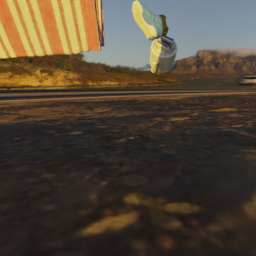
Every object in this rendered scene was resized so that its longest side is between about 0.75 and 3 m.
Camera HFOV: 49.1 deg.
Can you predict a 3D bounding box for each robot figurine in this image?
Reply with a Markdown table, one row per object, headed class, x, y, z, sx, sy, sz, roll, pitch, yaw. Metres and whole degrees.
| class | x | y | z | sx | sy | sz | roll | pitch | yaw |
| --- | --- | --- | --- | --- | --- | --- | --- | --- | --- |
| robot figurine | 1.466 | -3.037 | 11.762 | 1.068 | 1.605 | 1.892 | 36 | -16 | 14 |

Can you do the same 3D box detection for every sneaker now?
| class | x | y | z | sx | sy | sz | roll | pitch | yaw |
| --- | --- | --- | --- | --- | --- | --- | --- | --- | --- |
| sneaker | 0.817 | -3.778 | 9.681 | 0.865 | 1.554 | 0.597 | -23 | -16 | -21 |

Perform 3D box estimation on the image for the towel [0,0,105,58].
| class | x | y | z | sx | sy | sz | roll | pitch | yaw |
| --- | --- | --- | --- | --- | --- | --- | --- | --- | --- |
| towel | -1.471 | -1.753 | 4.025 | 2.205 | 1.613 | 0.330 | -5 | 52 | -3 |
